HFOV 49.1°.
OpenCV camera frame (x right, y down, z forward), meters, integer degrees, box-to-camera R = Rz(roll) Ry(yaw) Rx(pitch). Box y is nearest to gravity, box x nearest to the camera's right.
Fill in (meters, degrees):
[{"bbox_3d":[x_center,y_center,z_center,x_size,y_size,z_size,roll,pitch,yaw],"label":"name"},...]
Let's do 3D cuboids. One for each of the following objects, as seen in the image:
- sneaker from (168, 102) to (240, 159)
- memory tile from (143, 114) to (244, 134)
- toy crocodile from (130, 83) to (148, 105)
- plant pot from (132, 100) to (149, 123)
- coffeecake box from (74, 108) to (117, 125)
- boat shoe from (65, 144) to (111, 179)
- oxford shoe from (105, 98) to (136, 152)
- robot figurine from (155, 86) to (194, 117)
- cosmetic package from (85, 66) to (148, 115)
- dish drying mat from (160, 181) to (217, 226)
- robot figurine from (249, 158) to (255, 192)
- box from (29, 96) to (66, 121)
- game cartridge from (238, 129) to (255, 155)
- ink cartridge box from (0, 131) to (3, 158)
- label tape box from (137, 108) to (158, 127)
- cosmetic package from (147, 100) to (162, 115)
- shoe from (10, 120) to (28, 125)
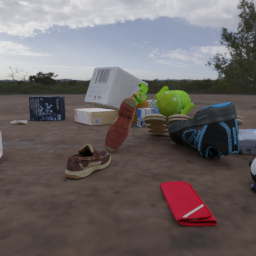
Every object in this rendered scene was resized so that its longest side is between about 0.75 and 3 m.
[{"bbox_3d":[1.712,0.252,6.766,0.992,1.110,2.710,-12,-8,-10],"label":"sneaker"},{"bbox_3d":[1.913,-0.088,8.575,2.768,0.232,2.121,1,-13,11],"label":"memory tile"},{"bbox_3d":[0.170,-1.032,11.661,0.623,2.019,0.681,41,-13,-5],"label":"toy crocodile"},{"bbox_3d":[0.394,-0.769,12.780,1.055,0.966,1.055,2,12,0],"label":"plant pot"},{"bbox_3d":[-1.471,-0.534,12.524,1.266,0.603,1.650,-6,11,-35],"label":"coffeecake box"},{"bbox_3d":[-0.770,0.583,5.699,0.523,0.522,1.449,4,10,25],"label":"boat shoe"},{"bbox_3d":[-0.142,-0.053,7.214,0.518,1.462,0.540,27,4,6],"label":"oxford shoe"},{"bbox_3d":[2.427,-1.310,14.940,2.079,1.371,2.369,42,30,27],"label":"robot figurine"},{"bbox_3d":[-0.575,-1.805,14.343,2.310,1.906,1.904,21,-7,-42],"label":"cosmetic package"},{"bbox_3d":[0.819,1.041,4.076,0.520,0.123,1.355,-1,9,-2],"label":"dish drying mat"},{"bbox_3d":[2.389,0.744,4.471,0.619,0.745,0.992,16,5,-12],"label":"robot figurine"},{"bbox_3d":[-3.862,-0.945,13.447,1.525,1.132,0.816,0,9,4],"label":"box"},{"bbox_3d":[4.003,0.359,7.449,2.478,0.501,1.652,2,5,9],"label":"game cartridge"},{"bbox_3d":[-3.826,0.471,5.999,1.934,0.653,1.126,-1,9,-14],"label":"ink cartridge box"},{"bbox_3d":[0.892,-0.445,11.525,1.028,0.741,0.325,-4,10,-26],"label":"label tape box"},{"bbox_3d":[1.625,-1.207,16.201,0.958,0.796,0.801,5,10,25],"label":"cosmetic package"},{"bbox_3d":[-4.718,-0.263,12.124,0.751,0.200,0.263,1,9,3],"label":"shoe"}]
